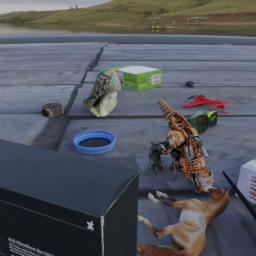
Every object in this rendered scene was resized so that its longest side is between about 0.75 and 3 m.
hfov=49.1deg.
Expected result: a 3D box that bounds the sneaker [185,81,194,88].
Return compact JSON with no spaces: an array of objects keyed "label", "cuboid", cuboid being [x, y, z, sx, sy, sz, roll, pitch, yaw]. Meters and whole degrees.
[{"label":"sneaker","cuboid":[3.186,-2.289,14.378,0.303,0.318,0.803,-8,23,-14]}]

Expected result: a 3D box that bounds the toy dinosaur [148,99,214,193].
[{"label":"toy dinosaur","cuboid":[1.223,0.383,6.350,1.125,1.495,2.203,9,62,-16]}]

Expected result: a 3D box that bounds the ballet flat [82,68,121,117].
[{"label":"ballet flat","cuboid":[-0.928,-0.994,9.839,0.975,1.082,2.875,-23,-7,-26]}]

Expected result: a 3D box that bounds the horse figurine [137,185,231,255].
[{"label":"horse figurine","cuboid":[0.876,1.610,4.768,1.413,0.532,2.133,11,24,23]}]

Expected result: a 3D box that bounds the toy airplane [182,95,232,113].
[{"label":"toy airplane","cuboid":[3.236,-1.047,11.317,2.067,0.380,2.067,0,22,0]}]

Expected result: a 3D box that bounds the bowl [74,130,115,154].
[{"label":"bowl","cuboid":[-0.953,0.406,8.036,1.193,0.234,1.193,0,23,0]}]

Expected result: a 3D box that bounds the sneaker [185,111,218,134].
[{"label":"sneaker","cuboid":[2.318,-0.213,9.193,0.694,0.636,1.630,10,15,40]}]

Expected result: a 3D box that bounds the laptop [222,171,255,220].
[{"label":"laptop","cuboid":[2.794,1.565,4.005,2.355,1.216,2.087,-2,23,-5]}]

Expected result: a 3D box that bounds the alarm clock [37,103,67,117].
[{"label":"alarm clock","cuboid":[-2.770,-0.734,10.611,0.799,0.394,1.184,14,23,31]}]

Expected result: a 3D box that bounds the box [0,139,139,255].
[{"label":"box","cuboid":[-1.256,1.300,3.775,2.653,1.873,1.046,10,25,22]}]

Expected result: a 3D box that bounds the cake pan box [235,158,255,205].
[{"label":"cake pan box","cuboid":[4.062,1.199,5.254,2.749,0.781,2.985,-15,26,-37]}]

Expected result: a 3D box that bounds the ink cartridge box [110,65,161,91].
[{"label":"ink cartridge box","cuboid":[0.360,-2.672,14.596,1.680,0.861,2.273,-19,28,-36]}]
